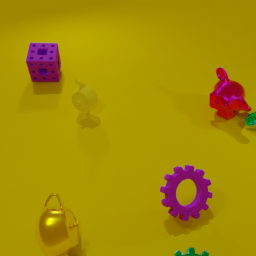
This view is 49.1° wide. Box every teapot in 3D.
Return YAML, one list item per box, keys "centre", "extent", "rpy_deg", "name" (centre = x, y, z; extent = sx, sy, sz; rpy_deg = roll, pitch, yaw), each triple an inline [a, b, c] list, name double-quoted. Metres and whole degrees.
- centre: [-1.370, 2.173, 5.838]
  extent: [0.818, 1.039, 1.671]
  rpy_deg: [-18, 86, 3]
  name: "teapot"
- centre: [-1.423, -0.938, 8.856]
  extent: [0.848, 1.363, 0.667]
  rpy_deg: [3, 24, 26]
  name: "teapot"

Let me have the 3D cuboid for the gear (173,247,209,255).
- centre: [1.275, 2.965, 5.415]
  extent: [1.177, 0.218, 1.177]
  rpy_deg: [0, 55, 0]
  name: "gear"

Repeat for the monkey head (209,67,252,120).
- centre: [3.299, -0.964, 8.746]
  extent: [1.156, 1.919, 1.380]
  rpy_deg: [-49, 20, -19]
  name: "monkey head"

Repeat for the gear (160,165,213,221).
- centre: [1.336, 1.466, 6.385]
  extent: [1.216, 1.216, 0.225]
  rpy_deg: [-17, 2, -17]
  name: "gear"

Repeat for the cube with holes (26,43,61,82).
- centre: [-3.129, -2.457, 10.519]
  extent: [1.017, 1.017, 1.017]
  rpy_deg: [0, 55, -5]
  name: "cube with holes"

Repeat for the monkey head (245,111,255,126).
- centre: [4.478, -0.671, 8.623]
  extent: [1.771, 1.274, 1.067]
  rpy_deg: [-23, 3, -14]
  name: "monkey head"
